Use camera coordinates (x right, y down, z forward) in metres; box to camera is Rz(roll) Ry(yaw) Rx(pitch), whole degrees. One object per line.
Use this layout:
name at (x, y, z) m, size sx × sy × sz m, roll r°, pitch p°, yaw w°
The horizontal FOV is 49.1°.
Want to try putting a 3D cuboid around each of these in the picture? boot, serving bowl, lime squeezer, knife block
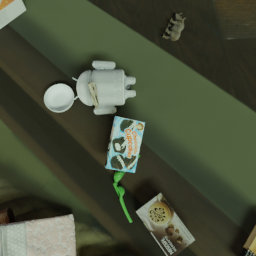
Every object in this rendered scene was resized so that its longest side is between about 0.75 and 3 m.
boot at (-5.147, 4.369, 9.426) m, size 2.890 × 0.928 × 2.694 m, roll -17°, pitch 68°, yaw -5°
serving bowl at (-2.792, -1.181, 11.532) m, size 1.234 × 0.406 × 1.234 m, roll -1°, pitch 73°, yaw 2°
lime squeezer at (-0.144, 2.176, 10.477) m, size 0.888 × 0.474 × 2.513 m, roll 18°, pitch 68°, yaw -27°
knife block at (4.371, 4.036, 9.694) m, size 1.494 × 0.545 × 1.702 m, roll -7°, pitch 72°, yaw -4°

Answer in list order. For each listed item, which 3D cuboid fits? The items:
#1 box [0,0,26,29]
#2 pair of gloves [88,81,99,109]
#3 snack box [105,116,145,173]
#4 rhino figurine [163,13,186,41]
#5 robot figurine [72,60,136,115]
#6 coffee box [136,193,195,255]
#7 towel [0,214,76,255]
box at (-5.784, -5.478, 12.758) m, size 1.103 × 0.864 × 1.773 m, roll 43°, pitch 76°, yaw 13°
pair of gloves at (-1.124, -1.138, 9.594) m, size 0.195 × 1.114 × 0.948 m, roll -13°, pitch 101°, yaw 1°
snack box at (-0.110, 0.594, 10.013) m, size 1.081 × 0.345 × 1.860 m, roll 11°, pitch 91°, yaw -15°
rhino figurine at (2.177, -4.607, 12.670) m, size 0.702 × 0.480 × 1.605 m, roll 26°, pitch 71°, yaw -3°
robot figurine at (-0.943, -1.610, 11.150) m, size 2.510 × 1.417 × 2.129 m, roll -2°, pitch 93°, yaw 0°
coffee box at (1.270, 3.405, 9.793) m, size 1.088 × 0.769 × 1.925 m, roll -33°, pitch 74°, yaw -11°
towel at (-2.851, 4.299, 9.122) m, size 2.502 × 0.422 × 2.619 m, roll 3°, pitch 70°, yaw -31°
